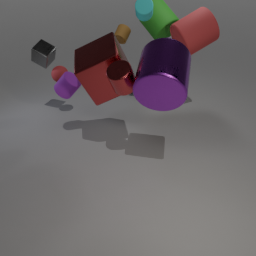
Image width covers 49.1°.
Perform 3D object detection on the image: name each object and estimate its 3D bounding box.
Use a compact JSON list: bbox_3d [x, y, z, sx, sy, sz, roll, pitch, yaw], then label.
[{"bbox_3d":[-0.296,-4.688,13.994,0.700,0.700,0.700,16,73,25],"label":"cylinder"},{"bbox_3d":[-3.379,-2.963,11.215,0.700,0.700,0.700,29,55,-2],"label":"cube"},{"bbox_3d":[-2.122,-1.496,9.837,0.700,0.700,0.700,31,36,-26],"label":"cylinder"},{"bbox_3d":[-2.791,-2.208,11.513,0.700,0.700,0.700,0,30,0],"label":"ball"},{"bbox_3d":[0.636,-4.659,10.981,0.700,0.700,0.700,2,1,4],"label":"cylinder"},{"bbox_3d":[-0.731,-1.840,8.764,1.400,1.400,1.400,-22,44,11],"label":"cube"},{"bbox_3d":[2.587,-3.732,10.943,1.400,1.400,1.400,-31,33,0],"label":"cylinder"},{"bbox_3d":[1.450,-4.985,13.003,1.400,1.400,1.400,-26,76,-38],"label":"cylinder"},{"bbox_3d":[0.926,-1.406,7.456,1.400,1.400,1.400,6,55,11],"label":"cylinder"},{"bbox_3d":[-0.165,-1.357,7.620,0.700,0.700,0.700,-8,58,13],"label":"cylinder"}]
